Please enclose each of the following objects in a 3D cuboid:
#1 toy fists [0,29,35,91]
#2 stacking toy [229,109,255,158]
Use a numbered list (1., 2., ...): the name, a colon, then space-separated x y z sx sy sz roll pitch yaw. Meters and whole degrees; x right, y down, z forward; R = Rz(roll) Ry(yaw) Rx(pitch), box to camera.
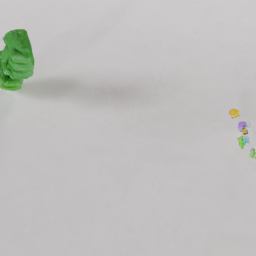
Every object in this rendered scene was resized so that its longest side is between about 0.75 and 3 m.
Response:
1. toy fists: -3.091 -1.664 7.449 0.727 2.115 1.078 -18 87 -42
2. stacking toy: 2.610 0.132 6.383 0.235 0.753 0.998 -21 54 37
